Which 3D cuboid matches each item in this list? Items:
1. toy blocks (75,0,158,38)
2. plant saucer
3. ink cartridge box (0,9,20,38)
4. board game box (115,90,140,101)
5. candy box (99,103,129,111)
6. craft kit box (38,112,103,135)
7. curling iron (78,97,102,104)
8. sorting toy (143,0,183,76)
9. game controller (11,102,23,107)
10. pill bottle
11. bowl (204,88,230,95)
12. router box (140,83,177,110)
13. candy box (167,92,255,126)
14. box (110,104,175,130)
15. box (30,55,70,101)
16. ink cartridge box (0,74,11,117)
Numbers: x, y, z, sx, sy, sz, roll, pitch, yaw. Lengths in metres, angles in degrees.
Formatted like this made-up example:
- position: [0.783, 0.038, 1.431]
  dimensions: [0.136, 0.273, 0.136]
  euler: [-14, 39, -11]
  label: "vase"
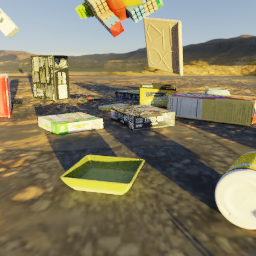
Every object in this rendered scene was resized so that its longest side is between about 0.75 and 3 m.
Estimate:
- position: [0.019, -2.536, 5.285]
  dimensions: [1.934, 0.966, 1.322]
  euler: [-35, 52, 0]
  label: "toy blocks"
- position: [-0.366, 0.777, 4.629]
  dimensions: [1.113, 0.267, 1.114]
  euler: [3, 13, 14]
  label: "plant saucer"
- position: [-3.330, -2.841, 7.364]
  dimensions: [0.356, 0.846, 0.617]
  euler: [-42, 16, 1]
  label: "ink cartridge box"
- position: [0.522, -1.839, 15.618]
  dimensions: [1.456, 0.372, 2.149]
  euler: [-11, 17, -39]
  label: "board game box"
- position: [-0.595, -0.903, 12.069]
  dimensions: [1.226, 0.162, 0.627]
  euler: [-12, 20, -40]
  label: "candy box"
- position: [-1.777, -0.167, 8.587]
  dimensions: [1.471, 0.361, 1.490]
  euler: [-13, 18, -36]
  label: "craft kit box"
- position: [-1.880, -1.442, 14.291]
  dimensions: [0.488, 0.252, 1.969]
  euler: [28, 18, 18]
  label: "curling iron"
- position: [1.327, -3.532, 10.435]
  dimensions: [0.425, 2.885, 2.133]
  euler: [-26, 36, -25]
  label: "sorting toy"
- position: [-5.456, -1.106, 12.739]
  dimensions: [1.228, 0.259, 0.641]
  euler: [3, 14, 8]
  label: "game controller"
- position: [1.720, 0.731, 3.786]
  dimensions: [0.734, 0.734, 1.319]
  euler: [9, 16, 33]
  label: "pill bottle"
- position: [4.057, -1.389, 12.831]
  dimensions: [1.482, 0.775, 1.482]
  euler: [0, 14, 0]
  label: "bowl"
- position: [1.205, -1.207, 11.241]
  dimensions: [1.440, 1.132, 0.376]
  euler: [2, 13, 9]
  label: "router box"
- position: [3.078, -0.754, 9.994]
  dimensions: [2.907, 0.821, 1.696]
  euler: [11, 16, 34]
  label: "candy box"
- position: [0.421, -0.408, 9.264]
  dimensions: [1.467, 0.463, 1.860]
  euler: [-6, 14, -25]
  label: "box"
- position: [-4.118, -2.667, 14.845]
  dimensions: [1.903, 2.323, 1.001]
  euler: [9, 17, 35]
  label: "box"
- position: [-4.974, -1.272, 10.698]
  dimensions: [0.865, 1.494, 2.572]
  euler: [-5, 14, -21]
  label: "ink cartridge box"
